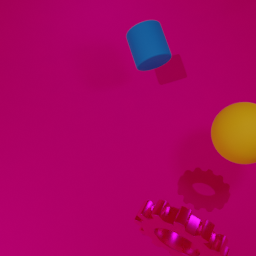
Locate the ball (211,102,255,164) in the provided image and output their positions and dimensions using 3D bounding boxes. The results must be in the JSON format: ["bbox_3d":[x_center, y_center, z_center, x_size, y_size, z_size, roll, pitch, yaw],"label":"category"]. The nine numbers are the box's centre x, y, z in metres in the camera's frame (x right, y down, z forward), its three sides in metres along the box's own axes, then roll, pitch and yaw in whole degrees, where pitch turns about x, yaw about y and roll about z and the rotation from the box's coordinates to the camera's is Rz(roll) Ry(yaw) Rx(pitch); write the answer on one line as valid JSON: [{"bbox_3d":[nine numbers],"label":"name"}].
[{"bbox_3d":[2.611,0.115,6.344,1.395,1.395,1.395,0,71,0],"label":"ball"}]

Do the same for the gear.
[{"bbox_3d":[0.773,1.606,4.210,1.393,1.393,0.258,29,57,10],"label":"gear"}]

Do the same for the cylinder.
[{"bbox_3d":[0.502,-1.980,6.803,0.892,0.892,0.892,-17,81,-6],"label":"cylinder"}]
